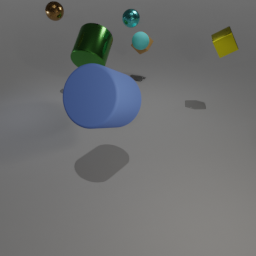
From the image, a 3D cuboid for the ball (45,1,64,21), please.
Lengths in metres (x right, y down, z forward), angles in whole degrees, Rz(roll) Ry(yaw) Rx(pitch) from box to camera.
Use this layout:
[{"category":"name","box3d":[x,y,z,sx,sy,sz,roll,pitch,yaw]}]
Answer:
[{"category":"ball","box3d":[-2.813,-4.483,10.745,0.700,0.700,0.700,0,30,0]}]

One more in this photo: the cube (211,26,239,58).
[{"category":"cube","box3d":[3.495,-3.104,10.127,0.700,0.700,0.700,-22,31,26]}]

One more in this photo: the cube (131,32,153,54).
[{"category":"cube","box3d":[0.716,-4.280,14.150,0.700,0.700,0.700,-6,51,57]}]

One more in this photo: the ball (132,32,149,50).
[{"category":"ball","box3d":[0.505,-3.509,11.281,0.700,0.700,0.700,0,30,0]}]

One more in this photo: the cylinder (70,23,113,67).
[{"category":"cylinder","box3d":[-1.433,-3.185,11.215,1.400,1.400,1.400,8,67,14]}]

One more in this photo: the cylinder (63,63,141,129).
[{"category":"cylinder","box3d":[-0.564,-0.696,6.600,1.400,1.400,1.400,14,7,22]}]

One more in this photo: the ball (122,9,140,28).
[{"category":"ball","box3d":[0.119,-4.323,11.041,0.700,0.700,0.700,0,30,0]}]
